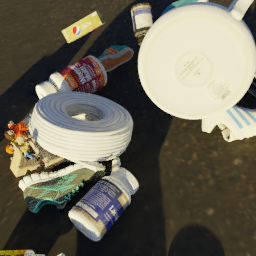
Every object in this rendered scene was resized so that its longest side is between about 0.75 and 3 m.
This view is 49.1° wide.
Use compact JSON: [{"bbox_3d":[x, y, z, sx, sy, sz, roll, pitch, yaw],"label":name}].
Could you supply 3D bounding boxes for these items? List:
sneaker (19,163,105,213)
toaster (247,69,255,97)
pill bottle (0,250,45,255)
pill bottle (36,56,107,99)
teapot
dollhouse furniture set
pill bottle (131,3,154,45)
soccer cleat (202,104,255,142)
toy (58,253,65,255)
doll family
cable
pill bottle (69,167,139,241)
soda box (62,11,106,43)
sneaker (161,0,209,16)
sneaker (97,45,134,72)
[{"bbox_3d":[-1.542,1.492,6.843,2.066,0.802,0.942,-14,64,-5],"label":"sneaker"},{"bbox_3d":[4.624,-1.747,8.980,1.005,1.531,1.693,-25,54,-20],"label":"toaster"},{"bbox_3d":[-2.321,2.823,5.617,1.250,0.683,0.683,-2,49,-1],"label":"pill bottle"},{"bbox_3d":[-1.774,-1.402,8.959,2.065,1.131,1.131,-36,58,-26],"label":"pill bottle"},{"bbox_3d":[1.485,-1.537,5.989,2.484,2.452,1.814,-3,27,20],"label":"teapot"},{"bbox_3d":[-2.007,0.347,7.066,1.997,0.884,1.035,-14,49,-46],"label":"dollhouse furniture set"},{"bbox_3d":[0.472,-3.137,8.523,0.629,0.629,1.125,-9,94,-7],"label":"pill bottle"},{"bbox_3d":[3.390,-0.113,8.126,2.739,0.957,1.182,11,90,-8],"label":"soccer cleat"},{"bbox_3d":[-1.242,3.702,4.536,1.559,0.639,2.707,-28,68,-14],"label":"toy"},{"bbox_3d":[-2.596,0.563,7.630,1.798,0.810,1.116,40,50,6],"label":"doll family"},{"bbox_3d":[-1.201,-0.131,7.395,2.680,0.928,2.680,16,27,3],"label":"cable"},{"bbox_3d":[-0.506,1.690,6.441,0.912,0.912,1.576,30,56,23],"label":"pill bottle"},{"bbox_3d":[-1.164,-2.649,7.345,1.092,0.349,0.370,-21,18,19],"label":"soda box"},{"bbox_3d":[2.571,-5.170,12.393,2.396,0.968,0.917,-32,59,-1],"label":"sneaker"},{"bbox_3d":[-0.671,-2.612,10.376,1.787,0.638,0.714,-30,51,-30],"label":"sneaker"}]
